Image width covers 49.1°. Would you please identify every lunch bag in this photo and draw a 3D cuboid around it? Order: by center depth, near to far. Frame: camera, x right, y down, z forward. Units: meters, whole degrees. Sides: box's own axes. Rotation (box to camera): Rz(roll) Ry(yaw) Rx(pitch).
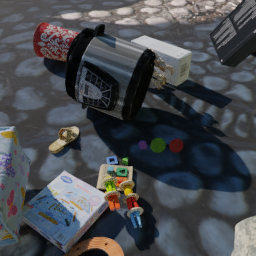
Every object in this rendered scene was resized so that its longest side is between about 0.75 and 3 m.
[{"bbox_3d":[2.433,2.330,5.175,0.931,1.121,1.336,45,46,-11],"label":"lunch bag"},{"bbox_3d":[-3.603,1.316,5.882,2.630,1.672,2.230,-7,42,-5],"label":"lunch bag"}]

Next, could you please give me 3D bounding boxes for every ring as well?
[{"bbox_3d":[-0.747,2.663,5.146,1.499,0.144,1.499,-17,24,8],"label":"ring"}]

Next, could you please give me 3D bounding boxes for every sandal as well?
[{"bbox_3d":[-1.856,0.212,8.209,0.458,0.410,1.248,19,43,21],"label":"sandal"}]

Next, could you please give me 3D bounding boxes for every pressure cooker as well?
[{"bbox_3d":[-0.718,-1.670,8.783,2.689,2.402,2.365,22,80,9],"label":"pressure cooker"}]

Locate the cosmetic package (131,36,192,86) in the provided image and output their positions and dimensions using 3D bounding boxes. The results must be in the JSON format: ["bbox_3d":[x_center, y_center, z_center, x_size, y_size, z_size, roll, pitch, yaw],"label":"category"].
[{"bbox_3d":[1.251,-2.707,11.112,2.382,1.211,0.882,33,50,32],"label":"cosmetic package"}]

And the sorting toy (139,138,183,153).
[{"bbox_3d":[0.925,0.433,8.060,1.262,0.438,0.435,0,17,-3],"label":"sorting toy"}]

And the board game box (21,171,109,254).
[{"bbox_3d":[-1.419,1.802,6.341,1.478,0.304,1.475,23,45,28],"label":"board game box"}]

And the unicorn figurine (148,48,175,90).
[{"bbox_3d":[0.625,-2.162,10.193,1.787,2.602,0.961,38,62,-2],"label":"unicorn figurine"}]

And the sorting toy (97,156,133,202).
[{"bbox_3d":[-0.324,1.231,7.141,0.871,0.211,1.548,2,40,3],"label":"sorting toy"}]

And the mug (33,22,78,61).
[{"bbox_3d":[-2.597,-3.699,12.099,2.219,1.480,1.969,17,50,14],"label":"mug"}]

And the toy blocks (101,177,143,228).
[{"bbox_3d":[-0.103,1.675,6.231,0.894,0.390,1.073,17,36,-33],"label":"toy blocks"}]

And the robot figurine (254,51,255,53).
[{"bbox_3d":[6.396,-3.837,12.968,1.862,0.542,1.350,-30,50,-31],"label":"robot figurine"}]

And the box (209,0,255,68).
[{"bbox_3d":[3.000,-2.511,7.330,0.612,1.553,1.096,5,62,-29],"label":"box"}]
